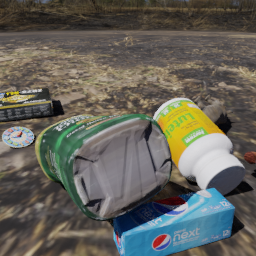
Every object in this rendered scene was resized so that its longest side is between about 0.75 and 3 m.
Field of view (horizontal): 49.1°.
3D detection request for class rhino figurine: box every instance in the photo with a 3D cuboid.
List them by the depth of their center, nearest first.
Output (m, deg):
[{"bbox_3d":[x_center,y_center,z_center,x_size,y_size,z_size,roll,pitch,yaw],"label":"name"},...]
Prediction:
[{"bbox_3d":[2.409,-0.455,7.939,0.874,0.598,2.000,50,35,18],"label":"rhino figurine"}]

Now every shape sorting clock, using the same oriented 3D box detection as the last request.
[{"bbox_3d":[-2.829,0.225,7.225,0.766,0.150,0.766,9,37,-7],"label":"shape sorting clock"}]

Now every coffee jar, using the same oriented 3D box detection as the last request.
[{"bbox_3d":[-0.628,0.418,4.604,1.444,1.182,2.769,-24,13,-25],"label":"coffee jar"}]

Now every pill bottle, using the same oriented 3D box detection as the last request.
[{"bbox_3d":[1.374,0.354,5.662,1.121,1.121,2.019,-8,39,-19],"label":"pill bottle"}]

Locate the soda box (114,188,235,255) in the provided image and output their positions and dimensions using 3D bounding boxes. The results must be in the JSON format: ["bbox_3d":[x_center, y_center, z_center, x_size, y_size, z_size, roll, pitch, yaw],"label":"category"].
[{"bbox_3d":[0.671,1.413,4.129,1.709,0.580,0.548,-8,24,-17],"label":"soda box"}]

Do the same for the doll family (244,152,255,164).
[{"bbox_3d":[2.794,0.386,4.816,1.135,1.964,0.771,-13,62,-16],"label":"doll family"}]

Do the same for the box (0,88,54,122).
[{"bbox_3d":[-3.660,-0.796,9.335,2.151,0.531,1.718,-9,23,-16],"label":"box"}]
